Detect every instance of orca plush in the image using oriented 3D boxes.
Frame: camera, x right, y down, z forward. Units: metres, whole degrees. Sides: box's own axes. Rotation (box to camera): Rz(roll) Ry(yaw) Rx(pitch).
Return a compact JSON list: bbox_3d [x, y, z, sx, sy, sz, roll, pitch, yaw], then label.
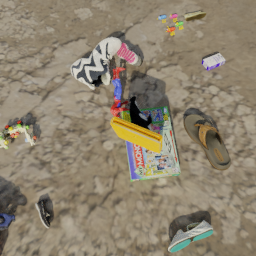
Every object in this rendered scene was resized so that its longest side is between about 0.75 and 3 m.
[{"bbox_3d":[0.371,-0.341,10.491,0.905,0.611,1.720,-7,98,36],"label":"orca plush"}]

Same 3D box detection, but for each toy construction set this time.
[{"bbox_3d":[-4.517,0.316,11.123,1.675,0.772,1.098,-7,38,-12],"label":"toy construction set"}]

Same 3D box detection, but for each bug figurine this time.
[{"bbox_3d":[2.218,-5.470,14.473,1.118,0.371,1.442,-21,63,-11],"label":"bug figurine"}]

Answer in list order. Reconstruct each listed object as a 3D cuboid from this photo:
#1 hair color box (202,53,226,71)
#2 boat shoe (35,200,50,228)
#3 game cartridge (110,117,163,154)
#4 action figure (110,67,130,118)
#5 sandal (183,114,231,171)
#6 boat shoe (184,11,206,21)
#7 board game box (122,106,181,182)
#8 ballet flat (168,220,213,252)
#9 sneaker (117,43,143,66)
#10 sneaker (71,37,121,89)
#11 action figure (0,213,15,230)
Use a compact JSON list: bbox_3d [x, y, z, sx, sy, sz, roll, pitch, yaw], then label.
[{"bbox_3d":[4.048,-3.127,13.248,0.953,0.309,0.521,-24,64,-10],"label":"hair color box"},{"bbox_3d":[-2.942,3.027,9.901,0.314,0.384,1.039,-30,57,-10],"label":"boat shoe"},{"bbox_3d":[0.344,0.284,9.388,1.698,1.926,0.312,22,80,11],"label":"game cartridge"},{"bbox_3d":[-0.168,-1.343,11.893,1.108,0.731,2.239,7,89,-20],"label":"action figure"},{"bbox_3d":[3.187,0.439,11.081,1.078,0.720,2.637,-20,63,-10],"label":"sandal"},{"bbox_3d":[3.530,-5.923,14.707,1.142,0.417,0.359,-15,67,0],"label":"boat shoe"},{"bbox_3d":[0.854,0.574,11.009,1.893,0.409,2.813,-7,69,-4],"label":"board game box"},{"bbox_3d":[2.042,3.640,9.516,1.735,0.603,0.603,-18,63,-14],"label":"ballet flat"},{"bbox_3d":[0.111,-3.392,13.210,0.665,0.788,1.802,-54,43,15],"label":"sneaker"},{"bbox_3d":[-1.002,-2.785,12.621,2.769,1.105,1.802,-38,70,-19],"label":"sneaker"},{"bbox_3d":[-5.134,3.498,9.171,2.455,1.284,2.374,15,54,-20],"label":"action figure"}]
